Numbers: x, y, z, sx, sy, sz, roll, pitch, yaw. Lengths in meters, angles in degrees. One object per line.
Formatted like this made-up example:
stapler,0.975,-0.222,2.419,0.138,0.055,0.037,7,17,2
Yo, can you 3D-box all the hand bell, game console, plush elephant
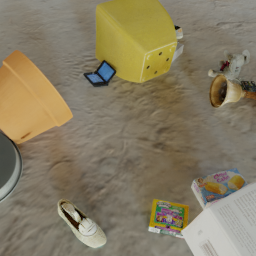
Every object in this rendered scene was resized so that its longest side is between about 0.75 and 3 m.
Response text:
hand bell,4.590,-1.327,10.881,2.489,1.296,1.296,3,44,-13
game console,-1.220,-2.336,11.942,1.011,0.669,1.149,-13,44,-31
plush elephant,4.417,-2.727,11.943,1.346,1.265,1.634,-34,54,-29

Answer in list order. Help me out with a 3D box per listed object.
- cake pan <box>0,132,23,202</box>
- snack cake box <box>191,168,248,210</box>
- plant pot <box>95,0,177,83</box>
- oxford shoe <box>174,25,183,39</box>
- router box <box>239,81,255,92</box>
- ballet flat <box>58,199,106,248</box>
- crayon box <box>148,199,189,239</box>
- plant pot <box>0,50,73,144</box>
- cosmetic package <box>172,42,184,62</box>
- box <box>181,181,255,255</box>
cake pan,-4.438,1.029,8.017,2.691,0.493,2.691,11,56,-16
snack cake box,2.654,1.737,8.033,1.410,0.474,0.811,-12,47,-13
plant pot,0.497,-3.592,11.908,2.737,2.755,2.818,-26,61,-23
oxford shoe,2.126,-5.419,15.144,2.013,0.581,0.757,32,55,30
router box,5.008,-1.636,11.583,0.570,0.236,0.761,1,45,1
ballet flat,-1.270,2.451,7.282,1.694,0.528,0.571,30,52,26
crayon box,1.093,2.409,7.495,0.977,0.285,0.843,10,45,9
plant pot,-3.490,-0.809,9.240,1.975,2.821,2.821,-43,57,-14
cosmetic package,2.102,-3.657,13.426,0.637,0.538,1.193,29,49,25
box,2.896,2.160,6.342,2.688,2.046,1.429,-20,61,-20
